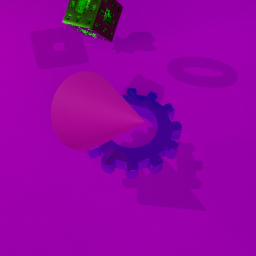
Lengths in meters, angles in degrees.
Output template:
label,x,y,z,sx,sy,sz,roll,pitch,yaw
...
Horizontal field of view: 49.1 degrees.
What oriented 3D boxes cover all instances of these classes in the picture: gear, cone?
label,x,y,z,sx,sy,sz,roll,pitch,yaw
gear,0.078,0.044,5.634,1.931,0.357,1.931,0,56,0
cone,-0.229,-0.172,4.089,1.294,1.290,1.290,12,61,46

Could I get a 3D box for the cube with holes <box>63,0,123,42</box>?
label,x,y,z,sx,sy,sz,roll,pitch,yaw
cube with holes,-0.695,-2.300,5.670,0.755,0.755,0.755,22,97,26
